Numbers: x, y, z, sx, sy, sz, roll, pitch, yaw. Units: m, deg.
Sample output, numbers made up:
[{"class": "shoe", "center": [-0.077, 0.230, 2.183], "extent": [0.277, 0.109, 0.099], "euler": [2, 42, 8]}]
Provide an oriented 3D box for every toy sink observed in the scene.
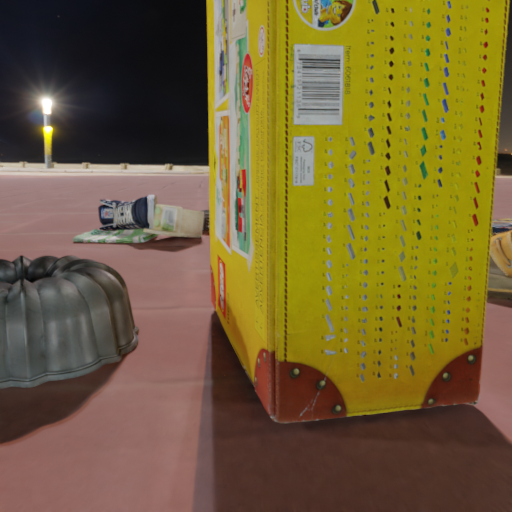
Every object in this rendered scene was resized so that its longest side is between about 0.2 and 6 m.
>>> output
[{"class": "toy sink", "center": [-1.898, -0.816, 12.954], "extent": [0.788, 0.678, 1.209], "euler": [9, 5, 34]}]

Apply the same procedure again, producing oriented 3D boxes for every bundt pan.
[{"class": "bundt pan", "center": [-2.381, 0.524, 5.786], "extent": [2.317, 0.869, 2.317], "euler": [0, 10, 0]}]

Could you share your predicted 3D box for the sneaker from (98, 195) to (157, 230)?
[{"class": "sneaker", "center": [-3.216, -1.049, 13.939], "extent": [1.331, 0.860, 2.453], "euler": [1, -1, -19]}]

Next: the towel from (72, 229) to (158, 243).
[{"class": "towel", "center": [-3.217, -0.472, 12.994], "extent": [1.634, 0.191, 1.246], "euler": [2, 11, 8]}]

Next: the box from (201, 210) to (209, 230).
[{"class": "box", "center": [-0.134, -0.943, 14.571], "extent": [2.119, 0.527, 1.671], "euler": [8, 13, 36]}]

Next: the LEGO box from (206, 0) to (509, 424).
[{"class": "LEGO box", "center": [0.586, -1.290, 5.391], "extent": [1.761, 4.565, 3.399], "euler": [-2, 11, -12]}]

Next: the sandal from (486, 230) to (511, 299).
[{"class": "sandal", "center": [3.765, 0.125, 7.669], "extent": [1.336, 0.899, 3.327], "euler": [-8, 14, -21]}]

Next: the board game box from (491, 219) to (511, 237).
[{"class": "board game box", "center": [5.550, -0.444, 11.553], "extent": [2.976, 0.515, 2.016], "euler": [-5, 8, -30]}]
